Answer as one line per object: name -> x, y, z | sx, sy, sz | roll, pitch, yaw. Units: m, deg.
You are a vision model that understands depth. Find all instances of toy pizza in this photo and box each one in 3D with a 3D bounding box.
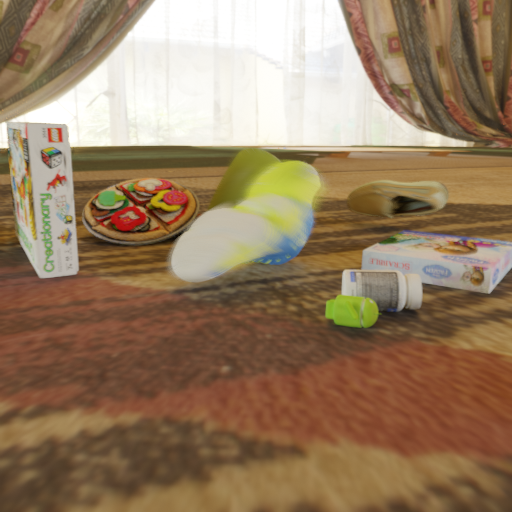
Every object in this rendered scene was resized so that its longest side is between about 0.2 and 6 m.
toy pizza -> -2.243, -0.988, 10.884 | 2.259, 0.358, 2.259 | 0, 39, 0

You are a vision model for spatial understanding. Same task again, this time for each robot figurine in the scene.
robot figurine -> 1.081, 0.618, 6.234 | 0.587, 0.340, 0.515 | 5, 1, 22

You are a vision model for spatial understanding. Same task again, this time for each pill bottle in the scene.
pill bottle -> 1.491, 0.419, 6.705 | 0.886, 0.504, 0.504 | 1, 14, 4

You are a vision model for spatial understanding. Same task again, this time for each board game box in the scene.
board game box -> -3.652, -1.118, 9.364 | 0.601, 2.194, 3.475 | -7, 15, -27
board game box -> 2.821, 0.025, 8.542 | 1.837, 0.378, 1.832 | 9, 17, 32

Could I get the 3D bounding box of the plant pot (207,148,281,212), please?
plant pot -> -0.231, -1.014, 10.605 | 1.418, 1.418, 1.516 | 11, 49, 37

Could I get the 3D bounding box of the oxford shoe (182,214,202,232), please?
oxford shoe -> -1.898, -0.892, 11.540 | 2.105, 0.750, 0.751 | 9, 15, 26

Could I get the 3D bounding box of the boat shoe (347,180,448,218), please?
boat shoe -> 2.774, -1.109, 11.541 | 2.156, 0.773, 0.821 | -4, 30, 38

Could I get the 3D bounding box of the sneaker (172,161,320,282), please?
sneaker -> 0.030, -0.182, 8.318 | 2.778, 1.459, 1.052 | -38, 47, -27
